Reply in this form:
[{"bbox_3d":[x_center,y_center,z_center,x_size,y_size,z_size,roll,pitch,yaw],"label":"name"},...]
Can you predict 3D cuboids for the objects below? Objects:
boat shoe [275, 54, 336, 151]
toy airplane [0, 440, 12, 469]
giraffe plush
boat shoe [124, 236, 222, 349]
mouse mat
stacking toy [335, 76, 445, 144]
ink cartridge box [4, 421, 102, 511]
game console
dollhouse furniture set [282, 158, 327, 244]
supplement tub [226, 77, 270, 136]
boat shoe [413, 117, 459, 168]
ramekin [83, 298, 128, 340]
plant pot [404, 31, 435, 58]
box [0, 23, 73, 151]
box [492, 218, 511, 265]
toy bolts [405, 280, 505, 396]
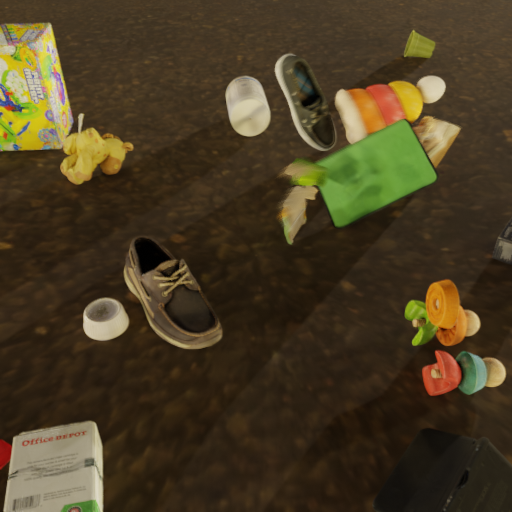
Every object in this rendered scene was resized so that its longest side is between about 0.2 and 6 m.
[{"bbox_3d":[1.204,-3.377,12.623,0.833,2.427,0.687,-38,29,-7],"label":"boat shoe"},{"bbox_3d":[-3.828,2.639,6.668,1.724,0.317,1.724,1,37,-1],"label":"toy airplane"},{"bbox_3d":[-3.430,-2.242,12.271,1.187,1.464,1.263,6,21,-44],"label":"giraffe plush"},{"bbox_3d":[-1.429,0.515,8.849,0.923,0.909,2.478,-27,46,-30],"label":"boat shoe"},{"bbox_3d":[2.269,-1.632,11.035,2.187,0.082,1.760,-27,56,17],"label":"mouse mat"},{"bbox_3d":[3.093,-3.297,12.517,2.322,1.696,1.696,-23,39,7],"label":"stacking toy"},{"bbox_3d":[-2.285,2.675,6.422,0.984,0.557,1.342,-7,39,-9],"label":"ink cartridge box"},{"bbox_3d":[2.315,2.841,6.562,1.243,0.822,1.413,47,52,6],"label":"game console"},{"bbox_3d":[0.706,-1.152,10.603,0.685,0.887,1.775,19,51,20],"label":"dollhouse furniture set"},{"bbox_3d":[-0.229,-3.808,14.189,1.020,1.020,1.545,-4,39,-5],"label":"supplement tub"},{"bbox_3d":[3.522,-2.289,12.146,1.000,1.066,2.891,32,38,13],"label":"boat shoe"},{"bbox_3d":[-2.366,0.960,8.761,0.702,0.327,0.702,0,39,0],"label":"ramekin"},{"bbox_3d":[5.350,-6.797,18.231,0.793,0.835,0.835,17,40,0],"label":"plant pot"},{"bbox_3d":[-5.881,-3.910,13.101,2.419,2.512,1.532,-2,39,-2],"label":"box"},{"bbox_3d":[4.879,-0.215,10.103,0.854,0.488,0.938,24,45,29],"label":"box"},{"bbox_3d":[2.927,1.146,7.871,1.045,1.439,1.506,1,56,-8],"label":"toy bolts"}]
